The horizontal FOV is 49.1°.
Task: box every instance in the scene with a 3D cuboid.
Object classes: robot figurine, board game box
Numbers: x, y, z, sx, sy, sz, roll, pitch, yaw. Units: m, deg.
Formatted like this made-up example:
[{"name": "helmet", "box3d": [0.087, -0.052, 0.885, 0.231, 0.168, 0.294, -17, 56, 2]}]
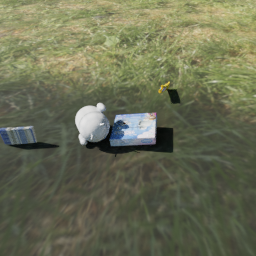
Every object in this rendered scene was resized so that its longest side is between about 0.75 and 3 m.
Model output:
[{"name": "robot figurine", "box3d": [-0.952, -0.114, 7.435, 0.790, 1.187, 1.400, 24, 8, -24]}, {"name": "board game box", "box3d": [0.179, 0.016, 7.612, 1.178, 0.256, 1.173, -4, 36, 10]}]

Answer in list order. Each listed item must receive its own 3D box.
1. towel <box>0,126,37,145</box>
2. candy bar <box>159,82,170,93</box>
[{"name": "towel", "box3d": [-2.852, 0.198, 7.319, 0.846, 0.622, 0.101, -4, 48, -7]}, {"name": "candy bar", "box3d": [1.266, -1.386, 9.612, 0.133, 0.300, 1.204, 28, 21, 11]}]
